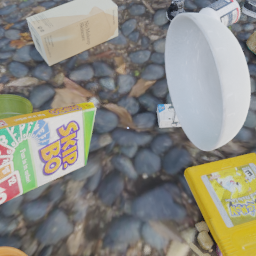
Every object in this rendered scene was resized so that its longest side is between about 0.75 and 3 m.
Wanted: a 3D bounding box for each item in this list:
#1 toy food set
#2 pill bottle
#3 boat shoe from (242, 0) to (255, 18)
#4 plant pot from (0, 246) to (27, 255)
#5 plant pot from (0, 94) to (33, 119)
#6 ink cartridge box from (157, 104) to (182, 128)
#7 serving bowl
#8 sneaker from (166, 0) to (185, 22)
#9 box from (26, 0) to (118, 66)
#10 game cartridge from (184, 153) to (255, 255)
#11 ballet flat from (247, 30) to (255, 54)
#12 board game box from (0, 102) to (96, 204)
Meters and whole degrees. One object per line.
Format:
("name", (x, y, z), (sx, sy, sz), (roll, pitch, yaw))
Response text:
("toy food set", (2.204, 2.422, 6.585), (1.122, 0.278, 1.765), (37, 56, 22))
("pill bottle", (3.188, -4.039, 10.389), (1.755, 1.049, 1.049), (-33, 62, -21))
("boat shoe", (5.560, -4.661, 11.029), (1.989, 0.674, 0.713), (30, 61, 18))
("plant pot", (-2.430, 3.244, 5.529), (1.523, 1.066, 1.523), (0, 57, 0))
("plant pot", (-3.165, 0.431, 7.154), (1.910, 1.910, 1.814), (-19, 72, -13))
("ink cartridge box", (1.335, -0.374, 8.361), (0.868, 0.373, 0.635), (-4, 56, -1))
("serving bowl", (1.605, -0.933, 5.586), (0.884, 2.688, 2.688), (-13, 57, -7))
("sneaker", (2.043, -4.341, 10.692), (0.584, 0.881, 1.548), (-30, 61, -18))
("box", (-1.850, -3.542, 9.882), (2.916, 1.384, 1.134), (-30, 62, -17))
("game cartridge", (2.764, 1.782, 6.685), (2.096, 0.386, 2.378), (-11, 49, -12))
("ballet flat", (5.171, -2.428, 9.400), (0.987, 0.914, 2.801), (-31, 62, -18))
("board game box", (-1.525, 0.376, 4.896), (0.426, 1.357, 2.841), (24, 25, 25))
